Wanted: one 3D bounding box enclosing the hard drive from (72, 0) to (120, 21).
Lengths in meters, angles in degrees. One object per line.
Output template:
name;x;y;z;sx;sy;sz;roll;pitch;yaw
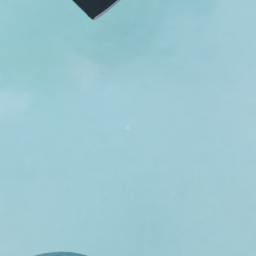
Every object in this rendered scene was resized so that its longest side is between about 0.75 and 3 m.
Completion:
hard drive;-0.297;-3.427;5.381;2.504;1.689;0.530;-42;43;15

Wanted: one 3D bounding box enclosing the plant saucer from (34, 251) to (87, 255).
plant saucer;-0.655;2.368;2.387;2.381;0.428;2.381;11;70;-35
